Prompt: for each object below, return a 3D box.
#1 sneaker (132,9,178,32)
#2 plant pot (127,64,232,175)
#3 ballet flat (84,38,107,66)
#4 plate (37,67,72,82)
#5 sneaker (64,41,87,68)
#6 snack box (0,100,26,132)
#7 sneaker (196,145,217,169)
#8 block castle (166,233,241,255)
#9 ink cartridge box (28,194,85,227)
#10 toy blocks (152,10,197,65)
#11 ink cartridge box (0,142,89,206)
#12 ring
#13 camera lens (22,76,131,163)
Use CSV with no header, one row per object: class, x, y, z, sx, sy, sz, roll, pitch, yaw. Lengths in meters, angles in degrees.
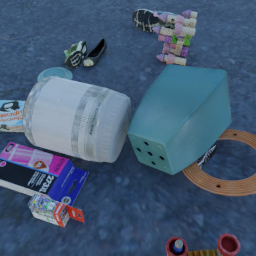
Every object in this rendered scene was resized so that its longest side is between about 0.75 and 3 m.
sneaker,1.587,-5.679,14.865,2.755,1.069,1.189,15,34,6
plant pot,1.501,-0.189,8.662,2.094,2.096,2.965,18,53,39
ballet flat,-1.541,-3.479,12.930,0.657,0.562,1.977,14,49,13
plate,-3.147,-2.237,12.031,1.489,0.190,1.489,1,46,-1
sneaker,-2.550,-3.313,12.781,0.873,0.758,1.971,3,39,16
snack box,-4.284,-0.454,10.212,2.193,0.407,1.274,2,47,2
sneaker,2.293,0.806,9.021,0.695,0.455,1.203,34,56,31
block castle,1.737,3.622,5.844,1.752,1.230,2.623,-2,47,-2
ink cartridge box,-1.886,2.268,7.427,1.395,0.760,0.351,14,49,13
toy blocks,1.961,-4.255,12.654,1.824,2.025,2.167,12,51,4
ink cartridge box,-2.720,1.373,8.477,2.791,0.518,1.321,16,50,11
ring,3.000,0.973,8.449,2.858,0.274,2.858,-8,35,6
camera lens,-1.567,-0.268,8.743,2.862,2.289,2.289,14,49,11
